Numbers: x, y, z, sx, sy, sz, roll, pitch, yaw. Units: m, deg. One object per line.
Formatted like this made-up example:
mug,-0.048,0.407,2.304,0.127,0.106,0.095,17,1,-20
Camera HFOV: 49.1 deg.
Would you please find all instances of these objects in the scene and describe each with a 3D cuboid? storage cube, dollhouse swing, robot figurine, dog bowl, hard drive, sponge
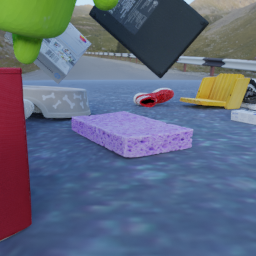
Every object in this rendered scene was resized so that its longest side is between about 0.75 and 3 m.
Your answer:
storage cube,-1.873,0.242,2.402,1.442,1.516,1.687,8,13,35
dollhouse swing,3.400,-1.624,11.479,1.744,1.803,1.984,18,3,-27
robot figurine,-1.259,-2.255,3.371,2.462,2.806,1.623,11,34,-31
dog bowl,-2.703,-0.941,9.354,2.934,0.860,2.934,3,8,-1
hard drive,0.371,-2.111,5.434,1.948,1.360,0.320,42,21,2
sponge,-0.075,0.035,6.140,1.535,0.410,2.752,-7,14,-29

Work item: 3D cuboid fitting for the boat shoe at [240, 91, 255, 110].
boat shoe,4.939,-1.160,11.313,0.717,0.679,2.049,0,12,2

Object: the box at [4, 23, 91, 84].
box,-1.697,-1.989,6.358,0.373,1.411,1.810,-34,23,34

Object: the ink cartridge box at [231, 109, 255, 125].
ink cartridge box,3.716,-0.294,8.015,0.652,0.306,1.386,-7,13,-27

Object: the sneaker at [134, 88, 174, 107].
sneaker,1.255,-1.196,11.928,1.849,0.724,1.068,-15,23,-12

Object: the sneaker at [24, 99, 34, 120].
sneaker,-3.068,-0.226,6.907,0.988,0.743,1.984,11,25,34

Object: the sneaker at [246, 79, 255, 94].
sneaker,6.208,-1.486,12.476,1.191,1.097,2.977,7,17,-8
